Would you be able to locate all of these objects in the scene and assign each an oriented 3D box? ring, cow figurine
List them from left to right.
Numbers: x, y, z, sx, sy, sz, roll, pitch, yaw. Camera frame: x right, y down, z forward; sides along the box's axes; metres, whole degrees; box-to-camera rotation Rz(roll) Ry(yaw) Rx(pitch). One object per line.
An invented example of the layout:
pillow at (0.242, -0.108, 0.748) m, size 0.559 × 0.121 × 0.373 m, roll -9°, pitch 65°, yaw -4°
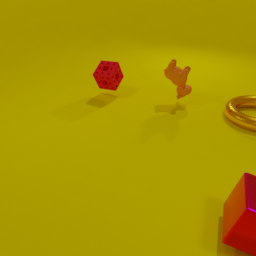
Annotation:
cow figurine at (1.736, -1.658, 9.803) m, size 1.208 × 1.189 × 0.663 m, roll 29°, pitch 41°, yaw 6°
ring at (4.237, -0.508, 9.188) m, size 2.092 × 0.418 × 2.092 m, roll 0°, pitch 32°, yaw 0°

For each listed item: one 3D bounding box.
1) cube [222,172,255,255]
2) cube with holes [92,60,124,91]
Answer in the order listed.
cube at (2.370, 1.599, 5.037) m, size 0.984 × 0.984 × 0.984 m, roll 21°, pitch 35°, yaw 7°
cube with holes at (-0.715, -1.932, 10.317) m, size 0.742 × 0.742 × 0.742 m, roll 11°, pitch 60°, yaw 25°
